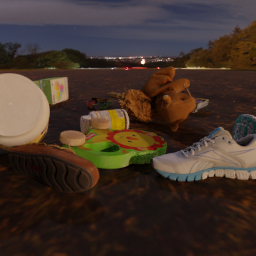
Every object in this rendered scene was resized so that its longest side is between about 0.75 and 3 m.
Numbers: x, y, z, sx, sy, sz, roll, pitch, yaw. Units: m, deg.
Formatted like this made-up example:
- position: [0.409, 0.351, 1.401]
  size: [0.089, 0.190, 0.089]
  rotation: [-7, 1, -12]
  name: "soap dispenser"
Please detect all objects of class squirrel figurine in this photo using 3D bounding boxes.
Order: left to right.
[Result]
- position: [1.135, -0.810, 10.352]
  size: [2.811, 1.989, 2.624]
  rotation: [-15, 26, 0]
  name: "squirrel figurine"

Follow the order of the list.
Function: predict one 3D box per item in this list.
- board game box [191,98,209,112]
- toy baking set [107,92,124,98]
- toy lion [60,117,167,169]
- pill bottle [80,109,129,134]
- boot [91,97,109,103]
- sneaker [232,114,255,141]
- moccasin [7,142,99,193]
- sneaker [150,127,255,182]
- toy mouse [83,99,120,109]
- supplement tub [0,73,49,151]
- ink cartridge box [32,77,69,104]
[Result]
- position: [2.543, -1.031, 12.867]
  size: [1.747, 0.539, 1.745]
  rotation: [11, 19, 35]
  name: "board game box"
- position: [-0.066, -2.085, 17.350]
  size: [1.894, 0.287, 2.468]
  rotation: [-10, 18, -34]
  name: "toy baking set"
- position: [-0.213, 0.454, 7.113]
  size: [2.285, 0.818, 2.383]
  rotation: [13, 18, 17]
  name: "toy lion"
- position: [-0.766, -0.166, 9.080]
  size: [1.474, 0.805, 0.805]
  rotation: [-6, 16, -24]
  name: "pill bottle"
- position: [-1.549, -1.556, 15.523]
  size: [0.794, 0.275, 0.691]
  rotation: [8, 11, 16]
  name: "boot"
- position: [3.777, 0.395, 7.082]
  size: [1.233, 1.048, 2.702]
  rotation: [9, 16, -21]
  name: "sneaker"
- position: [-1.482, 0.730, 5.790]
  size: [2.389, 0.874, 0.922]
  rotation: [0, 20, 40]
  name: "moccasin"
- position: [1.693, 0.506, 6.052]
  size: [2.477, 1.073, 0.928]
  rotation: [-3, 16, -7]
  name: "sneaker"
- position: [-1.464, -1.152, 13.691]
  size: [1.809, 0.350, 1.608]
  rotation: [3, 15, 12]
  name: "toy mouse"
- position: [-2.747, -0.298, 6.800]
  size: [1.602, 1.602, 2.204]
  rotation: [-5, -8, -18]
  name: "supplement tub"
- position: [-4.106, -1.999, 15.066]
  size: [0.733, 1.282, 2.470]
  rotation: [3, 15, 16]
  name: "ink cartridge box"
